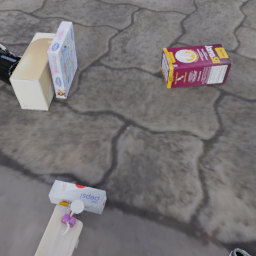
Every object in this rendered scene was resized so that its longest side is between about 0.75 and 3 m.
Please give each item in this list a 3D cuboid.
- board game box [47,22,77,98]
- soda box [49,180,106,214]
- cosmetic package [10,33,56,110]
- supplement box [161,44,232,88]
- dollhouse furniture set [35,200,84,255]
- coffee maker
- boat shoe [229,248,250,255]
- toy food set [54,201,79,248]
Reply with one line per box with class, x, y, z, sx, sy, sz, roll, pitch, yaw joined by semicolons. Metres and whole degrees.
board game box;-2.137;-2.267;9.367;0.374;1.815;1.811;6;48;2
soda box;-1.222;1.689;6.870;1.324;0.420;0.452;11;50;9
cosmetic package;-2.894;-1.942;9.414;0.910;1.346;2.560;4;51;4
supplement box;2.343;-2.190;9.858;2.138;0.916;1.179;-6;51;-4
dollhouse furniture set;-0.663;2.979;5.555;2.925;2.318;2.076;31;31;-9
coffee maker;-4.345;-2.037;9.807;1.630;1.098;1.566;25;76;21
boat shoe;2.669;3.008;5.729;0.464;0.429;1.256;-27;54;-21
toy food set;-1.382;2.406;6.037;0.766;0.813;1.703;16;49;-2
